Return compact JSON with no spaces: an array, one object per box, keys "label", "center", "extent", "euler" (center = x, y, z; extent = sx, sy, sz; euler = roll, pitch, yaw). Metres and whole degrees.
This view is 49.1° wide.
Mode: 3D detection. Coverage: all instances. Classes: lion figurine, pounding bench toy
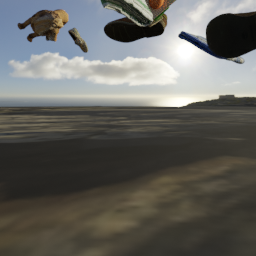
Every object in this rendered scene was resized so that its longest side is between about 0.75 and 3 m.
[{"label":"lion figurine","center":[-2.541,-3.535,9.254],"extent":[1.560,0.923,2.547],"euler":[-16,33,22]},{"label":"pounding bench toy","center":[0.710,-3.579,7.572],"extent":[1.225,1.971,1.538],"euler":[-41,39,-2]}]

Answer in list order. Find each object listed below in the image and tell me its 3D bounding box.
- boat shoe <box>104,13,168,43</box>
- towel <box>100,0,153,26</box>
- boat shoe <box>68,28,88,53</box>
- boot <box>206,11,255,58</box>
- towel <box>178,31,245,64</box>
[{"label":"boat shoe","center":[0.308,-3.926,10.805],"extent":[2.498,0.849,0.899],"euler":[6,-35,21]},{"label":"towel","center":[-0.468,-2.957,4.549],"extent":[0.393,2.563,1.912],"euler":[-26,0,20]},{"label":"boat shoe","center":[-1.991,-3.448,11.160],"extent":[0.351,1.079,0.389],"euler":[-40,14,-35]},{"label":"boot","center":[2.986,-2.308,6.601],"extent":[1.101,1.074,2.919],"euler":[-20,17,-18]},{"label":"towel","center":[2.670,-2.479,8.798],"extent":[1.634,0.265,2.225],"euler":[41,30,26]}]
